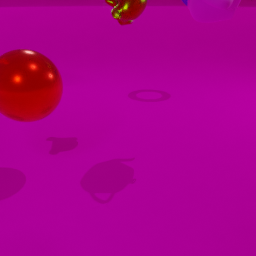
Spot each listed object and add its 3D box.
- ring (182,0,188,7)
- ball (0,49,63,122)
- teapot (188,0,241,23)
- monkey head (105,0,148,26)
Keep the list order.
[{"bbox_3d":[2.338,-3.963,8.907,1.430,0.286,1.430,25,12,-5],"label":"ring"},{"bbox_3d":[-1.677,-0.686,4.612,1.188,1.188,1.188,0,26,0],"label":"ball"},{"bbox_3d":[1.468,-2.168,4.217,0.911,1.157,1.860,20,45,12],"label":"teapot"},{"bbox_3d":[-0.053,-2.515,5.551,0.828,0.694,1.151,37,76,0],"label":"monkey head"}]
